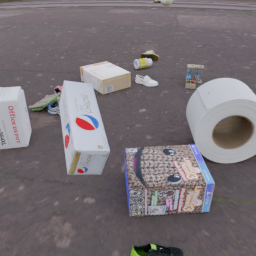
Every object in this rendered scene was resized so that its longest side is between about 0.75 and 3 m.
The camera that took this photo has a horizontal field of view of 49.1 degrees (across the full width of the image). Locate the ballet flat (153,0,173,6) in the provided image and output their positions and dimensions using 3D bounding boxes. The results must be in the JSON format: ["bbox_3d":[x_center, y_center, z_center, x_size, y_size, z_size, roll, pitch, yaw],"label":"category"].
[{"bbox_3d":[1.639,-6.125,13.453,0.436,0.436,1.256,-18,32,-27],"label":"ballet flat"}]

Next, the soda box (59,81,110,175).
[{"bbox_3d":[-0.929,-0.067,5.551,0.645,0.690,2.026,3,42,-23],"label":"soda box"}]

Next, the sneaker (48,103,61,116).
[{"bbox_3d":[-2.903,-0.820,11.988,1.136,0.484,0.438,3,32,3],"label":"sneaker"}]

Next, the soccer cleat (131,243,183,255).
[{"bbox_3d":[0.653,2.762,6.176,1.179,0.478,0.398,-2,32,-3],"label":"soccer cleat"}]

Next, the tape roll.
[{"bbox_3d":[3.235,-0.255,9.251,2.399,2.399,1.647,1,31,2],"label":"tape roll"}]

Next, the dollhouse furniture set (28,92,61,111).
[{"bbox_3d":[-2.942,-0.922,12.203,2.556,0.987,1.277,-5,28,34],"label":"dollhouse furniture set"}]

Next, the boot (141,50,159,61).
[{"bbox_3d":[1.590,-4.808,18.495,1.276,0.460,0.986,13,33,23],"label":"boot"}]

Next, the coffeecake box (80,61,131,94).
[{"bbox_3d":[-1.202,-2.687,14.680,1.729,0.823,2.253,-21,37,-30],"label":"coffeecake box"}]

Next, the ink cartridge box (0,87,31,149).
[{"bbox_3d":[-4.908,-0.265,9.693,2.651,1.935,1.118,-6,33,-9],"label":"ink cartridge box"}]

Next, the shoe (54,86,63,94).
[{"bbox_3d":[-2.594,-1.544,12.916,0.942,0.740,2.072,-19,31,-34],"label":"shoe"}]

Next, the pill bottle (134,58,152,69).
[{"bbox_3d":[0.915,-3.900,16.893,1.037,0.583,0.583,-14,34,-25],"label":"pill bottle"}]

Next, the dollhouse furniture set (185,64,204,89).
[{"bbox_3d":[3.491,-2.685,14.623,0.883,0.888,1.260,6,31,9],"label":"dollhouse furniture set"}]

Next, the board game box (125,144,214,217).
[{"bbox_3d":[1.029,1.405,7.823,2.160,1.046,1.722,-3,32,-4],"label":"board game box"}]

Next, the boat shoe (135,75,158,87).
[{"bbox_3d":[0.965,-2.522,14.769,1.320,0.458,0.467,17,35,25],"label":"boat shoe"}]
